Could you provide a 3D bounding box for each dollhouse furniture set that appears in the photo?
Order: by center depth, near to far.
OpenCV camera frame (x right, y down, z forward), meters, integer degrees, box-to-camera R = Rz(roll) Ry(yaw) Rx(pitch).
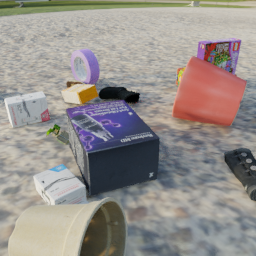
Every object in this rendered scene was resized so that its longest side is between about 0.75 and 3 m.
[{"bbox_3d":[-2.365,0.316,9.636,0.792,0.397,0.519,34,41,0],"label":"dollhouse furniture set"}]

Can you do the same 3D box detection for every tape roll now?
[{"bbox_3d":[-2.130,-2.978,13.815,0.572,1.744,1.744,-23,37,-34],"label":"tape roll"}]

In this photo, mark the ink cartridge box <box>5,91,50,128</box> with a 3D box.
[{"bbox_3d":[-3.769,-0.690,10.535,1.406,1.030,0.582,-16,35,-24],"label":"ink cartridge box"}]

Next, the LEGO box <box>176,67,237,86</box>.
[{"bbox_3d":[3.738,-2.347,13.582,2.287,0.882,1.703,-8,31,-13],"label":"LEGO box"}]

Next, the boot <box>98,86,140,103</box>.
[{"bbox_3d":[-0.348,-1.411,12.276,1.553,0.575,1.273,-12,29,-30],"label":"boot"}]

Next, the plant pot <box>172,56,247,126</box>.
[{"bbox_3d":[3.036,-1.209,10.421,2.151,2.432,2.432,20,34,13],"label":"plant pot"}]

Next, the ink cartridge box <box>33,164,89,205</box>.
[{"bbox_3d":[-1.644,1.590,7.064,0.867,0.507,1.495,-22,37,-34],"label":"ink cartridge box"}]

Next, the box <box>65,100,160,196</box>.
[{"bbox_3d":[-0.549,0.419,8.198,2.005,1.413,2.709,-11,31,-20],"label":"box"}]

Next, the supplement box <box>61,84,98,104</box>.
[{"bbox_3d":[-2.062,-1.466,11.910,0.915,0.534,1.452,-31,27,-33],"label":"supplement box"}]

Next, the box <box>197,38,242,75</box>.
[{"bbox_3d":[3.712,-2.386,11.878,1.804,2.636,0.515,-12,31,-20],"label":"box"}]

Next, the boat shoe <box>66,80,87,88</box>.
[{"bbox_3d":[-2.306,-2.061,13.464,1.475,0.545,0.545,22,31,34],"label":"boat shoe"}]

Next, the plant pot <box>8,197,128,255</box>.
[{"bbox_3d":[-1.129,2.114,5.144,1.670,1.825,1.825,1,28,24],"label":"plant pot"}]

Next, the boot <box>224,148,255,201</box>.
[{"bbox_3d":[3.661,1.205,7.757,1.469,0.585,1.782,0,25,-4],"label":"boot"}]
